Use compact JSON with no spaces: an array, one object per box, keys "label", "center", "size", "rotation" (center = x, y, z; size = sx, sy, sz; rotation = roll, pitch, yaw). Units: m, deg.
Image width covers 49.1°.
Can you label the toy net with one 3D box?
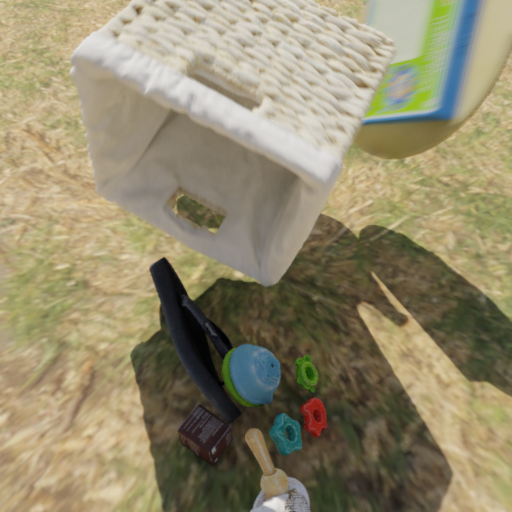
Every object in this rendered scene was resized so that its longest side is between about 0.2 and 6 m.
[{"label":"toy net","center":[0.277,2.393,6.820],"size":[1.418,0.522,2.703],"rotation":[28,46,-37]}]

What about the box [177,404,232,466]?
[{"label":"box","center":[-0.641,2.258,7.068],"size":[0.532,0.441,0.437],"rotation":[28,54,23]}]

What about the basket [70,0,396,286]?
[{"label":"basket","center":[-0.294,-1.639,7.029],"size":[2.935,2.961,2.381],"rotation":[28,66,2]}]

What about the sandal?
[{"label":"sandal","center":[-0.820,0.970,7.775],"size":[0.608,1.080,2.840],"rotation":[-29,51,-2]}]

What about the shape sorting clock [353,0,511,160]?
[{"label":"shape sorting clock","center":[2.390,-3.022,8.312],"size":[0.634,3.234,3.234],"rotation":[11,41,-29]}]
